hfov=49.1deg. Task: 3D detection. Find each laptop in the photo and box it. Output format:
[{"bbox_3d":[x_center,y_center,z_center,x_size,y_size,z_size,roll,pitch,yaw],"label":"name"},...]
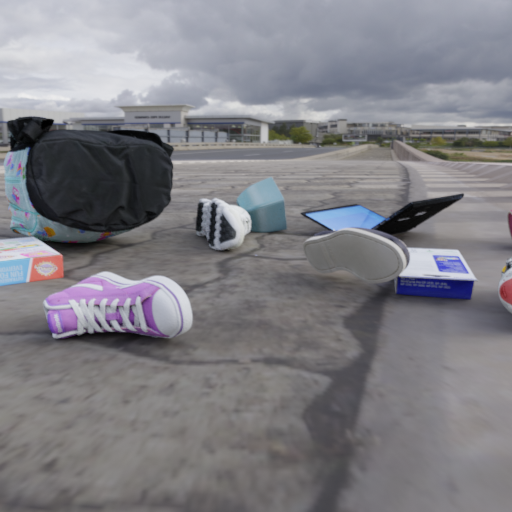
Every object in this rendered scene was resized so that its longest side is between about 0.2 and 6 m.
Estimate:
[{"bbox_3d":[2.728,-1.104,12.189,2.238,1.304,2.526,-13,-17,-44],"label":"laptop"}]

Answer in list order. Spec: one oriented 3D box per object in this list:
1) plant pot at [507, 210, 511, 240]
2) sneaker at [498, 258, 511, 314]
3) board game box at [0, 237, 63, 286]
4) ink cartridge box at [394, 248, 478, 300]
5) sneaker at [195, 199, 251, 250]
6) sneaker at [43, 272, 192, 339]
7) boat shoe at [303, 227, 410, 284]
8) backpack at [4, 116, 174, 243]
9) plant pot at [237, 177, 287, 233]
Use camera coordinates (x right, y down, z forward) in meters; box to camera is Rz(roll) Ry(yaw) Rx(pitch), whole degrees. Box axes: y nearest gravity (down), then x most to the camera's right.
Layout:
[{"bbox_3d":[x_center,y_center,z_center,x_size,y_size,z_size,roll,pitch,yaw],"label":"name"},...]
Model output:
[{"bbox_3d":[5.580,-0.634,10.920,1.093,1.221,1.221,-13,9,13],"label":"plant pot"},{"bbox_3d":[3.435,0.408,6.968,0.894,0.847,2.175,5,3,41],"label":"sneaker"},{"bbox_3d":[-4.145,0.077,9.171,1.453,0.383,1.899,-8,14,-32],"label":"board game box"},{"bbox_3d":[2.578,0.264,8.288,1.044,0.412,2.099,4,11,13],"label":"ink cartridge box"},{"bbox_3d":[-0.555,-0.689,11.622,1.069,0.991,2.639,5,11,-16],"label":"sneaker"},{"bbox_3d":[-1.607,0.669,6.082,1.892,0.686,1.079,1,16,42],"label":"sneaker"},{"bbox_3d":[1.499,-0.140,8.043,0.708,0.820,2.257,-29,12,-21],"label":"boat shoe"},{"bbox_3d":[-3.769,-1.446,11.404,3.116,2.363,3.734,5,2,-39],"label":"backpack"},{"bbox_3d":[0.088,-1.092,12.868,0.957,0.939,0.937,-16,45,-7],"label":"plant pot"}]
